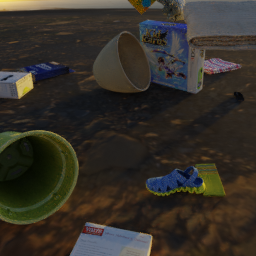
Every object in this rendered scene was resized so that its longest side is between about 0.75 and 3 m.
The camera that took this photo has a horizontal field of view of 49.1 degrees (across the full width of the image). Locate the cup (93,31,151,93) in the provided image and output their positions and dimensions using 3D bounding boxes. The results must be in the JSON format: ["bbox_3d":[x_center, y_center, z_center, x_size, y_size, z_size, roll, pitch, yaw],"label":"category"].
[{"bbox_3d":[-0.388,-2.382,11.129,1.674,2.341,2.341,-14,18,32],"label":"cup"}]

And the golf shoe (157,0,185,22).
[{"bbox_3d":[1.313,-4.053,8.646,0.856,1.760,0.689,-14,-11,-39],"label":"golf shoe"}]

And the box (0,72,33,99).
[{"bbox_3d":[-5.170,-1.765,11.245,2.248,0.676,1.311,3,28,7],"label":"box"}]

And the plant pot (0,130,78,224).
[{"bbox_3d":[-2.186,0.779,5.708,1.760,1.760,1.618,-22,23,-35],"label":"plant pot"}]

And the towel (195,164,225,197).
[{"bbox_3d":[1.853,1.175,6.396,0.471,0.099,1.094,-3,29,5],"label":"towel"}]

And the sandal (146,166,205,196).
[{"bbox_3d":[1.013,1.102,6.014,1.277,0.556,0.508,-6,28,-3],"label":"sandal"}]

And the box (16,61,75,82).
[{"bbox_3d":[-3.903,-2.787,13.497,1.444,0.386,2.384,25,35,38],"label":"box"}]

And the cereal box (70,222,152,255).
[{"bbox_3d":[-0.366,2.218,4.162,1.198,0.329,1.665,7,29,13],"label":"cereal box"}]

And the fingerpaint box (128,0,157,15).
[{"bbox_3d":[0.475,-2.812,5.280,0.946,0.416,1.134,-34,32,32],"label":"fingerpaint box"}]

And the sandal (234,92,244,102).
[{"bbox_3d":[4.320,-1.251,10.818,0.312,0.176,0.821,1,28,2],"label":"sandal"}]

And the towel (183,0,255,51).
[{"bbox_3d":[2.825,-2.624,7.037,2.812,0.485,1.864,1,48,3],"label":"towel"}]

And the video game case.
[{"bbox_3d":[1.744,-2.935,11.439,2.772,2.513,0.630,21,40,35],"label":"video game case"}]

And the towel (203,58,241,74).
[{"bbox_3d":[4.482,-3.241,14.385,2.205,0.330,1.613,-15,32,-25],"label":"towel"}]
